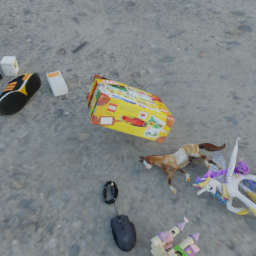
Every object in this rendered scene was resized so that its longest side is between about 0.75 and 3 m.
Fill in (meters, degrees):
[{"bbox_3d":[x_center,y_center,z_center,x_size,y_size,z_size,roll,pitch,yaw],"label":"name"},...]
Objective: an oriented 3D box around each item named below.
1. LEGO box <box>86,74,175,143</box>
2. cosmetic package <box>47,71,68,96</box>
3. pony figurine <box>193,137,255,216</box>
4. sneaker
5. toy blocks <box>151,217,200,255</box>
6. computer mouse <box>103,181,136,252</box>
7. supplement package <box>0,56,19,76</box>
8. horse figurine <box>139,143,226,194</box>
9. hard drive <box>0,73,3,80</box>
[{"bbox_3d":[-0.007,-0.740,10.501,2.851,1.100,2.123,16,25,-22],"label":"LEGO box"},{"bbox_3d":[-3.430,-2.165,13.547,0.676,0.475,1.333,-19,51,-17],"label":"cosmetic package"},{"bbox_3d":[3.460,1.684,9.324,2.290,1.907,2.210,27,60,4],"label":"pony figurine"},{"bbox_3d":[-5.221,-1.532,12.778,1.249,0.971,2.776,7,46,29],"label":"sneaker"},{"bbox_3d":[1.545,3.328,7.660,1.334,1.585,1.481,-30,54,-18],"label":"toy blocks"},{"bbox_3d":[-0.323,2.714,9.037,0.736,0.427,2.512,-14,48,-12],"label":"computer mouse"},{"bbox_3d":[-6.006,-3.150,14.256,0.585,0.777,0.589,1,47,1],"label":"supplement package"},{"bbox_3d":[2.083,1.194,10.139,2.863,0.714,1.897,-25,34,-11],"label":"horse figurine"},{"bbox_3d":[-7.569,-2.778,14.181,2.107,0.399,1.472,35,56,29],"label":"hard drive"}]
